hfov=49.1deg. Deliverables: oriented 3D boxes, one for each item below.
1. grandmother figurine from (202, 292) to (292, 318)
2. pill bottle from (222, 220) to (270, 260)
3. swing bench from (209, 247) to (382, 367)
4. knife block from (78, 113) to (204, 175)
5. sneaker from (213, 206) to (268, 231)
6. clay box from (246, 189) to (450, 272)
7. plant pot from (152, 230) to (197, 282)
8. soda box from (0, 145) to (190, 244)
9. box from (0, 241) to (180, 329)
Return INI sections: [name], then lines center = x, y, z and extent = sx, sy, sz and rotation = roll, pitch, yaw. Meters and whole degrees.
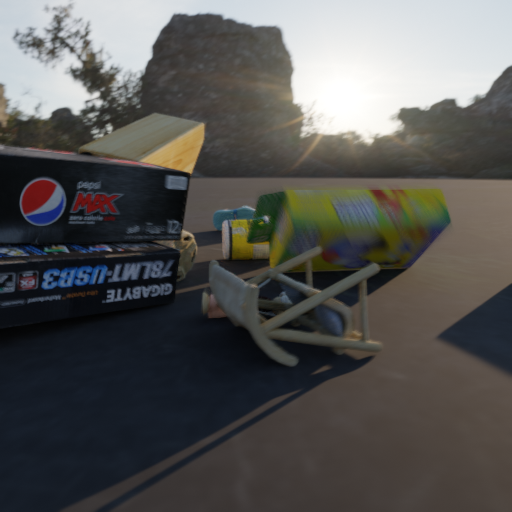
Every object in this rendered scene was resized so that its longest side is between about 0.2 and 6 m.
[grandmother figurine]
center = -0.064, 0.500, 5.674
extent = 0.956, 0.289, 0.579
rotation = 2, 3, -3
[pill bottle]
center = 0.041, -0.263, 8.968
extent = 1.149, 0.643, 0.643
rotation = -2, 10, -7
[swing bench]
center = 0.286, 0.416, 4.858
extent = 1.161, 0.753, 1.155
rotation = -8, 12, -17
[knife block]
center = -2.093, -1.412, 8.962
extent = 1.081, 3.378, 2.965
rotation = 15, -16, 11
[sneaker]
center = -0.133, -0.845, 12.532
extent = 1.504, 0.598, 0.982
rotation = 9, 15, 39
[clay box]
center = 1.155, -0.309, 7.578
extent = 2.433, 0.579, 1.398
rotation = -3, -26, -10
[plant pot]
center = -1.348, -0.097, 7.438
extent = 0.927, 1.013, 1.013
rotation = 17, 16, 26
[soda box]
center = -1.953, -0.618, 5.684
extent = 0.922, 0.825, 2.607
rotation = 19, 13, 39
[box]
center = -2.780, -0.031, 5.916
extent = 2.842, 0.706, 2.821
rotation = 17, 14, 36
